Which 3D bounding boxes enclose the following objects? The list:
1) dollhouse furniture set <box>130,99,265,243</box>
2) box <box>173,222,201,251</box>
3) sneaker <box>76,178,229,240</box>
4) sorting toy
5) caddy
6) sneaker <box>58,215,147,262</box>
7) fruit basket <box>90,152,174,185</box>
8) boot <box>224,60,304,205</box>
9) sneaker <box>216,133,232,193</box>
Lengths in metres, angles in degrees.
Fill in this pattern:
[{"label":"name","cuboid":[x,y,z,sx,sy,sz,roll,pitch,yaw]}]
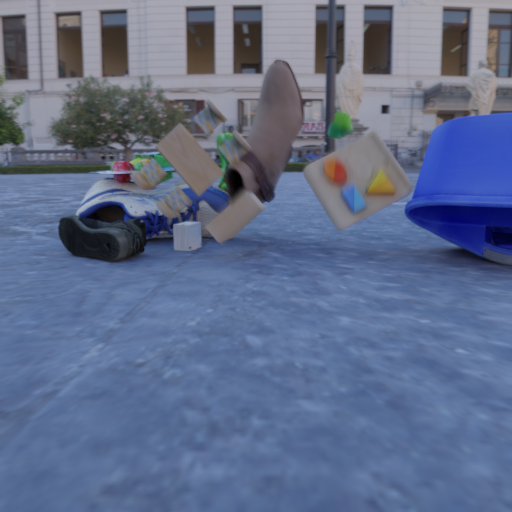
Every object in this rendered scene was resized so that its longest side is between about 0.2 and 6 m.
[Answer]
[{"label":"dollhouse furniture set","cuboid":[-0.879,-1.311,9.585,1.895,2.063,1.343,-41,0,8]},{"label":"box","cuboid":[-1.283,-0.369,10.484,0.328,0.502,0.499,4,11,22]},{"label":"sneaker","cuboid":[-2.013,-0.726,11.466,3.318,1.249,1.462,3,33,8]},{"label":"sorting toy","cuboid":[1.566,-1.567,9.624,1.449,1.961,0.289,-29,-20,3]},{"label":"caddy","cuboid":[4.393,-0.826,9.008,2.794,2.075,3.952,21,-9,-43]},{"label":"sneaker","cuboid":[-2.659,-0.345,9.943,1.834,0.701,1.050,11,13,33]},{"label":"fruit basket","cuboid":[-2.535,-1.820,11.604,1.460,0.684,1.352,-5,11,-36]},{"label":"boot","cuboid":[0.079,-2.138,10.788,0.926,2.637,1.928,20,49,26]},{"label":"sneaker","cuboid":[-0.435,-1.675,11.950,0.717,1.936,0.809,-11,10,29]}]
